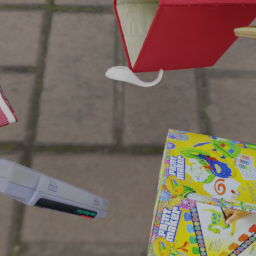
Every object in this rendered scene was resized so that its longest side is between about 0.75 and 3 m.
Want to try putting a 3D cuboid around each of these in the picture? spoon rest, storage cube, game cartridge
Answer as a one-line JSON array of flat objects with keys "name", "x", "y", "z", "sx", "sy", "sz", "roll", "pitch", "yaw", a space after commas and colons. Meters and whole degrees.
[{"name": "spoon rest", "x": 0.122, "y": -1.107, "z": 6.047, "sx": 1.234, "sy": 0.374, "sz": 0.613, "roll": 5, "pitch": 24, "yaw": 7}, {"name": "storage cube", "x": 1.084, "y": -2.671, "z": 6.047, "sx": 2.195, "sy": 2.442, "sz": 2.088, "roll": -8, "pitch": 71, "yaw": -15}, {"name": "game cartridge", "x": -1.567, "y": 0.926, "z": 4.579, "sx": 1.807, "sy": 2.787, "sz": 0.535, "roll": 17, "pitch": 75, "yaw": 27}]

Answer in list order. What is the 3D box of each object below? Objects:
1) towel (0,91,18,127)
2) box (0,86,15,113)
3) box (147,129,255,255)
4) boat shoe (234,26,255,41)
[{"name": "towel", "x": -2.863, "y": -0.255, "z": 4.963, "sx": 1.451, "sy": 0.165, "sz": 1.045, "roll": -21, "pitch": 55, "yaw": -32}, {"name": "box", "x": -3.762, "y": -1.102, "z": 6.014, "sx": 0.585, "sy": 1.855, "sz": 2.352, "roll": -27, "pitch": 91, "yaw": 21}, {"name": "box", "x": 1.473, "y": 1.121, "z": 4.637, "sx": 1.964, "sy": 1.244, "sz": 2.039, "roll": 11, "pitch": 27, "yaw": 7}, {"name": "boat shoe", "x": 2.194, "y": -1.397, "z": 4.381, "sx": 1.071, "sy": 0.346, "sz": 0.382, "roll": 17, "pitch": 30, "yaw": 28}]
